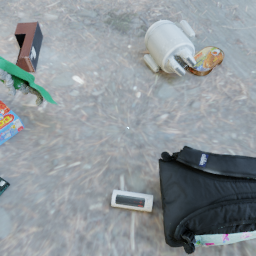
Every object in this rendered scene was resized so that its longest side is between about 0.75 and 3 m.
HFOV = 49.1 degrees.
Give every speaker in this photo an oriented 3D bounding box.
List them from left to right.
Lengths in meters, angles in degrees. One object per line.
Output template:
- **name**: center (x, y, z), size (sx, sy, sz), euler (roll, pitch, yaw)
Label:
- **speaker**: center (0.126, 1.995, 7.686), size (1.125, 0.457, 0.457), euler (8, 55, 5)

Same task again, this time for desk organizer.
- **desk organizer**: center (-4.046, -3.242, 11.137), size (0.857, 0.799, 2.227), euler (-3, 55, 1)

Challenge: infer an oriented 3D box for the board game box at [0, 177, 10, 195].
- **board game box**: center (-4.254, 1.916, 7.883), size (1.030, 0.214, 1.523), euler (27, 60, 17)

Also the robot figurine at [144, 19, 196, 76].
- **robot figurine**: center (1.547, -3.097, 10.622), size (2.117, 1.409, 2.496), euler (-40, 56, 15)

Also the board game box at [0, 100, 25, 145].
- **board game box**: center (-4.821, -0.122, 9.081), size (1.981, 0.565, 2.023), euler (36, 63, 23)

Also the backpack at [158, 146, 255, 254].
- **backpack**: center (2.284, 1.725, 6.978), size (2.907, 1.840, 2.426), euler (-5, 68, 4)

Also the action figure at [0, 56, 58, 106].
- **action figure**: center (-3.118, -1.369, 7.212), size (1.743, 2.952, 0.807), euler (34, 87, 16)

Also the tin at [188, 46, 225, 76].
- **tin**: center (3.064, -2.639, 11.002), size (1.671, 0.350, 0.936), euler (-37, 67, -23)

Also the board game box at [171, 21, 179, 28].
- **board game box**: center (1.996, -4.433, 12.394), size (0.402, 0.076, 0.781), euler (-28, 60, -19)
